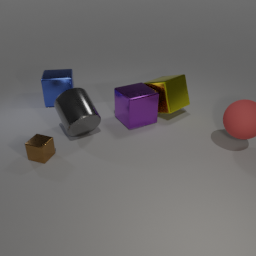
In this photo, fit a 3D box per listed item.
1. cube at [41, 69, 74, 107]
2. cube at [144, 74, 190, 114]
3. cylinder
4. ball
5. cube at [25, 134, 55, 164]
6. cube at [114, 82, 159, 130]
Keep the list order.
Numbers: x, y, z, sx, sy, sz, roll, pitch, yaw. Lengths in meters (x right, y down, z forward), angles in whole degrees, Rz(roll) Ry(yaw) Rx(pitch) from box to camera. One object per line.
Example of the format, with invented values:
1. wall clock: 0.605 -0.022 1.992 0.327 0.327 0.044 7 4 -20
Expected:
1. cube: -3.363 -1.976 13.659 1.400 1.400 1.400 -4 30 -8
2. cube: 1.714 -1.528 12.567 1.400 1.400 1.400 -24 19 -35
3. cylinder: -1.959 -0.600 10.877 1.400 1.400 1.400 -18 65 -28
4. ball: 4.066 -0.298 9.820 1.400 1.400 1.400 0 31 0
5. cube: -3.063 0.717 9.815 0.700 0.700 0.700 11 33 16
6. cube: 0.339 -0.973 11.983 1.400 1.400 1.400 -15 34 -24
